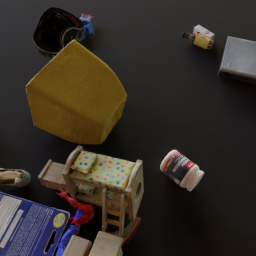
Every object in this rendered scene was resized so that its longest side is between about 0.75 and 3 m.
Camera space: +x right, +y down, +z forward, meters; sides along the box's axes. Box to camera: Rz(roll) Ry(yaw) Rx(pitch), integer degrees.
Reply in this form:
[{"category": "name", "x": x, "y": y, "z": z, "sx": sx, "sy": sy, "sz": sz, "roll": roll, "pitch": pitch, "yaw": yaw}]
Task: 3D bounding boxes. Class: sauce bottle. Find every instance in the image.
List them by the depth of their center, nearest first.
[{"category": "sauce bottle", "x": 2.879, "y": -3.663, "z": 11.642, "sx": 1.348, "sy": 0.436, "sz": 0.436, "roll": 29, "pitch": 60, "yaw": 16}]

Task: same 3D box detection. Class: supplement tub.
[{"category": "supplement tub", "x": 1.555, "y": 1.226, "z": 8.121, "sx": 1.091, "sy": 0.765, "sz": 0.765, "roll": 37, "pitch": 63, "yaw": 23}]

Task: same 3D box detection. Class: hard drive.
[{"category": "hard drive", "x": 5.147, "y": -2.458, "z": 10.795, "sx": 2.960, "sy": 0.487, "sz": 2.065, "roll": 16, "pitch": 57, "yaw": 11}]

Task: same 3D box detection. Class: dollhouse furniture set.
[{"category": "dollhouse furniture set", "x": -1.368, "y": 1.835, "z": 6.801, "sx": 2.908, "sy": 1.617, "sz": 2.572, "roll": 11, "pitch": 48, "yaw": 15}]

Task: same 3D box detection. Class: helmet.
[{"category": "helmet", "x": -2.650, "y": -3.446, "z": 10.706, "sx": 1.832, "sy": 1.747, "sz": 1.832, "roll": 26, "pitch": 32, "yaw": -18}]

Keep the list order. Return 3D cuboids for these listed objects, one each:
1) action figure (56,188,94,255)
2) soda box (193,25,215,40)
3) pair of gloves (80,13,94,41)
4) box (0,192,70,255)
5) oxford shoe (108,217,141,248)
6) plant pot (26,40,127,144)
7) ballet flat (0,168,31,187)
[{"category": "action figure", "x": -1.699, "y": 2.551, "z": 7.161, "sx": 1.162, "sy": 0.766, "sz": 2.348, "roll": 26, "pitch": 53, "yaw": 13}, {"category": "soda box", "x": 3.243, "y": -4.043, "z": 11.992, "sx": 0.309, "sy": 0.289, "sz": 0.906, "roll": -36, "pitch": 63, "yaw": -22}, {"category": "pair of gloves", "x": -2.536, "y": -4.460, "z": 12.306, "sx": 2.338, "sy": 0.266, "sz": 1.880, "roll": 11, "pitch": 58, "yaw": 9}, {"category": "box", "x": -2.945, "y": 2.650, "z": 7.236, "sx": 2.688, "sy": 0.435, "sz": 1.628, "roll": 11, "pitch": 56, "yaw": 16}, {"category": "oxford shoe", "x": -0.253, "y": 2.797, "z": 7.217, "sx": 0.553, "sy": 0.521, "sz": 1.478, "roll": 34, "pitch": 62, "yaw": 24}, {"category": "plant pot", "x": -1.387, "y": -0.791, "z": 8.714, "sx": 2.318, "sy": 2.251, "sz": 2.266, "roll": 31, "pitch": 60, "yaw": 7}, {"category": "ballet flat", "x": -3.753, "y": 1.393, "z": 8.109, "sx": 1.780, "sy": 0.567, "sz": 0.600, "roll": 0, "pitch": 66, "yaw": 0}]
